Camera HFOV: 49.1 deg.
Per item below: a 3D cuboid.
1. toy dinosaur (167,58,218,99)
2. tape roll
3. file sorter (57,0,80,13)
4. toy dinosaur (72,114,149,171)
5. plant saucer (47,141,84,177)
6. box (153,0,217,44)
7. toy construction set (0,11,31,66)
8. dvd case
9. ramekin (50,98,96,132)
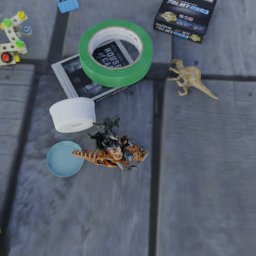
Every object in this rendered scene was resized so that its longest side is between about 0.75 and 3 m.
[{"bbox_3d":[2.274,-1.768,10.331,1.186,0.682,2.345,-36,72,-15],"label":"toy dinosaur"},{"bbox_3d":[-0.442,-2.787,10.332,2.687,0.646,2.687,0,64,0],"label":"tape roll"},{"bbox_3d":[-2.557,-5.357,11.858,0.826,0.506,0.573,-21,69,-8],"label":"file sorter"},{"bbox_3d":[-0.470,0.602,8.762,1.285,2.516,1.707,-38,60,23],"label":"toy dinosaur"},{"bbox_3d":[-2.105,1.050,9.466,1.246,0.171,1.246,0,68,-1],"label":"plant saucer"},{"bbox_3d":[2.372,-4.727,11.606,2.146,0.533,2.130,20,70,8],"label":"box"},{"bbox_3d":[-5.020,-3.222,10.572,2.817,1.298,1.847,-11,92,4],"label":"toy construction set"},{"bbox_3d":[-1.147,-2.066,10.575,2.863,0.354,2.152,-27,70,-11],"label":"dvd case"},{"bbox_3d":[-1.794,-0.387,9.369,1.500,1.500,0.731,-13,76,-5],"label":"ramekin"}]
